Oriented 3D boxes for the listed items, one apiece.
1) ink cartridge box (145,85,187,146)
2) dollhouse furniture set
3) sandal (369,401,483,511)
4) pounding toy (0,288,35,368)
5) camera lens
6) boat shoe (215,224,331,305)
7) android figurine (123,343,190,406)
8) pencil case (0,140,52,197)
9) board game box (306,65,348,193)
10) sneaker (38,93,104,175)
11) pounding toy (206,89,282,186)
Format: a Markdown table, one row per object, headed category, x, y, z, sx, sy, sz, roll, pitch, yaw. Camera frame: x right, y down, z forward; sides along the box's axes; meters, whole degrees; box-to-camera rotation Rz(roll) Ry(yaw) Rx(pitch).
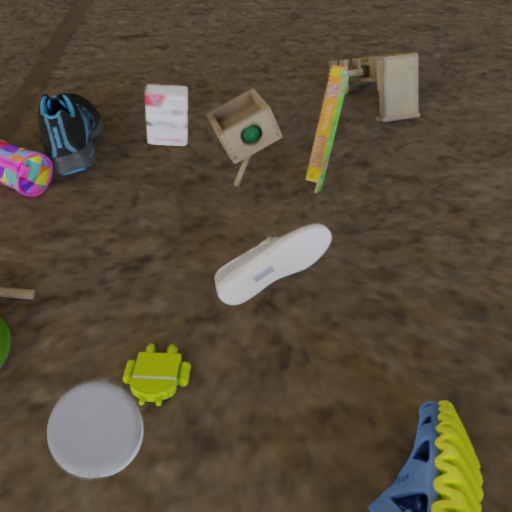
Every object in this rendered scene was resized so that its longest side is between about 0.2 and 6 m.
| category | x | y | z | sx | sy | sz | roll | pitch | yaw |
| --- | --- | --- | --- | --- | --- | --- | --- | --- | --- |
| ink cartridge box | -1.475 | -2.327 | 9.304 | 0.659 | 0.911 | 0.384 | 2 | 43 | -4 |
| dollhouse furniture set | 2.824 | -3.848 | 12.738 | 1.733 | 1.313 | 1.977 | -10 | 20 | -11 |
| sandal | 1.582 | 2.428 | 5.450 | 1.107 | 1.011 | 2.543 | -19 | 20 | 30 |
| pounding toy | -4.012 | 0.831 | 7.240 | 1.557 | 0.936 | 2.017 | 3 | 42 | 4 |
| camera lens | -1.299 | 1.438 | 4.602 | 0.715 | 0.894 | 0.715 | 3 | 69 | -9 |
| boat shoe | 0.190 | 0.029 | 7.508 | 1.685 | 0.607 | 0.577 | -36 | 40 | 6 |
| android figurine | -1.256 | 1.492 | 7.059 | 0.826 | 0.186 | 0.908 | 1 | 40 | 1 |
| pencil case | -4.721 | -1.732 | 10.228 | 2.057 | 0.909 | 0.909 | 19 | 45 | 21 |
| board game box | 1.214 | -2.128 | 9.642 | 0.310 | 2.069 | 0.988 | 12 | 11 | 10 |
| sneaker | -3.666 | -2.754 | 11.047 | 1.069 | 1.196 | 2.921 | -16 | 37 | -7 |
| pounding toy | -0.205 | -2.104 | 9.908 | 1.157 | 0.894 | 1.257 | -29 | 40 | 1 |
